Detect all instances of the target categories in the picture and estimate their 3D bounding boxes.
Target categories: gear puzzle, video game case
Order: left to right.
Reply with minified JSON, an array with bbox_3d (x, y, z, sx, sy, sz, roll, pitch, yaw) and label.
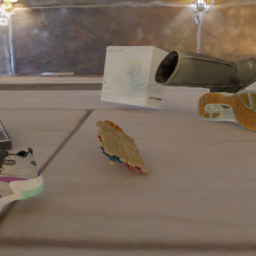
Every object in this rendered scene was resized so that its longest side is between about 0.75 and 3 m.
[{"bbox_3d":[-4.024,0.203,5.650,2.839,0.269,2.028,-8,20,-30],"label":"video game case"},{"bbox_3d":[-0.223,0.233,4.854,0.868,0.220,1.676,29,15,-22],"label":"gear puzzle"}]

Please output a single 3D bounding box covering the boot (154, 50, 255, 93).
[{"bbox_3d":[2.137,-1.364,8.218,2.823,1.024,2.567,-8,-22,-18],"label":"boot"}]

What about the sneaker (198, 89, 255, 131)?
[{"bbox_3d":[3.255,-0.571,7.609,1.203,1.038,2.745,-4,14,-32],"label":"sneaker"}]

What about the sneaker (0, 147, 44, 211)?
[{"bbox_3d":[-1.497,0.524,3.061,0.430,0.774,1.107,-4,13,37],"label":"sneaker"}]

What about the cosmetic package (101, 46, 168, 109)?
[{"bbox_3d":[0.235,-1.864,10.262,2.038,2.044,1.257,11,5,34],"label":"cosmetic package"}]
